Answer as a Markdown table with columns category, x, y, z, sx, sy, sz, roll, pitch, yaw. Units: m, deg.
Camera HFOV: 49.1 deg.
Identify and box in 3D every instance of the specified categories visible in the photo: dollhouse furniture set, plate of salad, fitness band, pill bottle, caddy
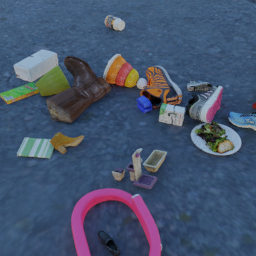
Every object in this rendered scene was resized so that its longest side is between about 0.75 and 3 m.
| category | x | y | z | sx | sy | sz | roll | pitch | yaw |
| --- | --- | --- | --- | --- | --- | --- | --- | --- | --- |
| dollhouse furniture set | 0.413 | 0.818 | 8.751 | 1.304 | 1.168 | 1.646 | 9 | 31 | 29 |
| plate of salad | 3.158 | 0.294 | 10.037 | 1.764 | 0.424 | 1.764 | -1 | 39 | 0 |
| fitness band | -0.329 | 2.651 | 7.073 | 2.024 | 0.527 | 2.819 | -14 | 40 | -16 |
| pill bottle | -0.871 | -7.008 | 18.720 | 0.774 | 0.774 | 1.330 | -29 | 47 | -31 |
| caddy | 0.691 | -0.986 | 11.510 | 0.410 | 0.552 | 0.781 | -25 | 46 | -21 |

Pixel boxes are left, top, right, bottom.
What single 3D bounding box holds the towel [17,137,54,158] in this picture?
| category | x | y | z | sx | sy | sz | roll | pitch | yaw |
| --- | --- | --- | --- | --- | --- | --- | --- | --- | --- |
| towel | -3.169 | 0.694 | 9.782 | 1.174 | 0.137 | 0.896 | 4 | 41 | 2 |

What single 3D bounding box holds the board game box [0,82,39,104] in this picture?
| category | x | y | z | sx | sy | sz | roll | pitch | yaw |
| --- | --- | --- | --- | --- | --- | --- | --- | --- | --- |
| board game box | -4.777 | -1.582 | 12.500 | 1.590 | 0.238 | 0.759 | -30 | 49 | -29 |

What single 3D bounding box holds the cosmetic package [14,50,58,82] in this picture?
| category | x | y | z | sx | sy | sz | roll | pitch | yaw |
| --- | --- | --- | --- | --- | --- | --- | --- | --- | --- |
| cosmetic package | -4.549 | -3.147 | 14.008 | 1.032 | 0.752 | 2.031 | 18 | 41 | 21 |

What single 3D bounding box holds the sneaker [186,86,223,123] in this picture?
| category | x | y | z | sx | sy | sz | roll | pitch | yaw |
| --- | --- | --- | --- | --- | --- | --- | --- | --- | --- |
| sneaker | 3.062 | -1.071 | 11.281 | 1.133 | 0.955 | 2.590 | 13 | 36 | 26 |

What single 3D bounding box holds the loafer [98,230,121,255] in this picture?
| category | x | y | z | sx | sy | sz | roll | pitch | yaw |
| --- | --- | --- | --- | --- | --- | --- | --- | --- | --- |
| loafer | -0.476 | 2.850 | 7.004 | 0.277 | 0.287 | 0.816 | -28 | 47 | -30 |

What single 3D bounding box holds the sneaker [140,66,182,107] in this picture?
| category | x | y | z | sx | sy | sz | roll | pitch | yaw |
| --- | --- | --- | --- | --- | --- | --- | --- | --- | --- |
| sneaker | 1.088 | -1.851 | 12.192 | 1.487 | 1.029 | 2.654 | -14 | 41 | -19 |

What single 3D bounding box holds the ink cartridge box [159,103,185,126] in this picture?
| category | x | y | z | sx | sy | sz | roll | pitch | yaw |
| --- | --- | --- | --- | --- | --- | --- | --- | --- | --- |
| ink cartridge box | 1.703 | -0.516 | 10.838 | 0.907 | 0.662 | 0.381 | 12 | 41 | 15 |

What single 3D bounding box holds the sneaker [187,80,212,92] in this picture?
| category | x | y | z | sx | sy | sz | roll | pitch | yaw |
| --- | --- | --- | --- | --- | --- | --- | --- | --- | --- |
| sneaker | 3.249 | -2.014 | 12.884 | 1.119 | 0.420 | 0.646 | -4 | 37 | -3 |

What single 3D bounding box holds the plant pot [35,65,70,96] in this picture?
| category | x | y | z | sx | sy | sz | roll | pitch | yaw |
| --- | --- | --- | --- | --- | --- | --- | --- | --- | --- |
| plant pot | -3.387 | -1.949 | 12.380 | 1.262 | 1.181 | 1.181 | -31 | 46 | -12 |

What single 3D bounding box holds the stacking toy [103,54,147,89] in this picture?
| category | x | y | z | sx | sy | sz | roll | pitch | yaw |
| --- | --- | --- | --- | --- | --- | --- | --- | --- | --- |
| stacking toy | -0.014 | -2.340 | 12.898 | 1.997 | 1.459 | 1.459 | 31 | 45 | 6 |

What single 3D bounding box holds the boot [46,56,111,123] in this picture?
| category | x | y | z | sx | sy | sz | roll | pitch | yaw |
| --- | --- | --- | --- | --- | --- | --- | --- | --- | --- |
| boot | -2.561 | -1.673 | 11.748 | 2.736 | 0.943 | 2.936 | 36 | 53 | 14 |

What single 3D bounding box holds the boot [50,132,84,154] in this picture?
| category | x | y | z | sx | sy | sz | roll | pitch | yaw |
| --- | --- | --- | --- | --- | --- | --- | --- | --- | --- |
| boot | -2.166 | 0.379 | 9.879 | 1.043 | 0.367 | 0.747 | -37 | 67 | -26 |

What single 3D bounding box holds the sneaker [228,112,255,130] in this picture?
| category | x | y | z | sx | sy | sz | roll | pitch | yaw |
| --- | --- | --- | --- | --- | --- | --- | --- | --- | --- |
| sneaker | 4.634 | -0.398 | 10.650 | 1.577 | 0.709 | 0.618 | 15 | 42 | 18 |

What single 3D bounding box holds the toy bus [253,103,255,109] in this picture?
| category | x | y | z | sx | sy | sz | roll | pitch | yaw |
| --- | --- | --- | --- | --- | --- | --- | --- | --- | --- |
| toy bus | 5.884 | -0.924 | 11.322 | 1.339 | 0.692 | 1.263 | -46 | 19 | -5 |
